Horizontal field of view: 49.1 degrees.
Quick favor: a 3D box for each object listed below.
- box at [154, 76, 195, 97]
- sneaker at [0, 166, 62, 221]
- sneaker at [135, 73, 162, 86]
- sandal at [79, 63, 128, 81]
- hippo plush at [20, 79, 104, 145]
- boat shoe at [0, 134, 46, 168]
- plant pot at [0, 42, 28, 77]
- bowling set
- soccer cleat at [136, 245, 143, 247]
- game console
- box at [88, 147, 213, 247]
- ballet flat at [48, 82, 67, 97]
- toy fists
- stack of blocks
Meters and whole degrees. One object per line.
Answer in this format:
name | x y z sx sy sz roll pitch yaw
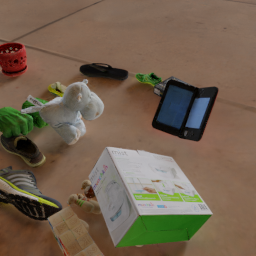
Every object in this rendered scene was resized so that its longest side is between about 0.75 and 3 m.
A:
box | 2.259 -1.707 12.964 1.362 0.441 1.728 -33 50 -31
sneaker | -3.082 1.834 8.492 2.755 1.018 1.115 20 41 19
sneaker | 1.058 -2.482 13.726 1.477 0.617 0.547 22 46 24
sandal | -1.231 -3.029 14.403 2.592 0.555 0.986 9 42 10
hippo plush | -2.014 -0.900 10.107 2.014 2.505 1.995 -38 29 21
boat shoe | -3.829 0.604 10.062 2.246 0.738 0.802 28 48 29
plant pot | -5.900 -3.488 14.331 1.478 1.346 1.478 0 42 0
bowling set | -1.213 1.946 8.169 0.997 1.292 1.857 20 41 25
soccer cleat | -0.117 2.579 7.785 1.599 0.585 0.546 37 58 27
game console | 2.053 -0.720 10.289 1.230 2.073 1.786 22 -4 -21
box | 0.557 1.764 7.515 2.548 1.232 2.248 11 31 -36
ballet flat | -3.135 -1.790 12.945 0.595 0.597 1.780 -32 50 -32
toy fists | -3.902 -0.396 10.930 1.319 0.890 2.588 21 31 29
stack of blocks | -1.097 3.116 6.771 0.634 1.247 2.165 -26 47 -27
